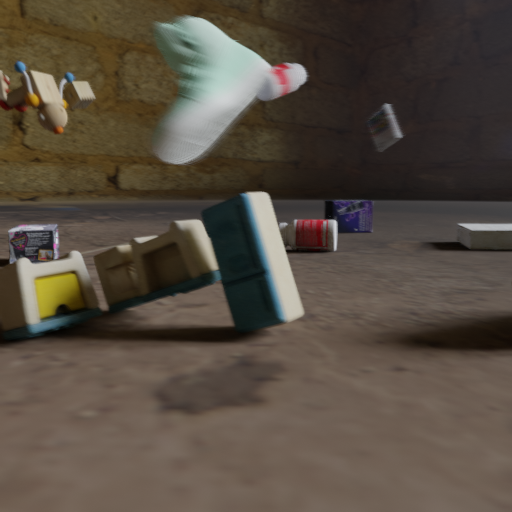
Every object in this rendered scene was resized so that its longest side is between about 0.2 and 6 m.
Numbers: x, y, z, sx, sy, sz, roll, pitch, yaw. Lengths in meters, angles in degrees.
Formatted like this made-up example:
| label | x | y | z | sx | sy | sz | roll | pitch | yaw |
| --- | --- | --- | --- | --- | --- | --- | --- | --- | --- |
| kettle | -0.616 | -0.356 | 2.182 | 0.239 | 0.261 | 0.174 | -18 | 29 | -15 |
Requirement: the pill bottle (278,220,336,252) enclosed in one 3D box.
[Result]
| label | x | y | z | sx | sy | sz | roll | pitch | yaw |
| --- | --- | --- | --- | --- | --- | --- | --- | --- | --- |
| pill bottle | 0.994 | -0.392 | 10.796 | 1.083 | 0.608 | 0.608 | 1 | 7 | 10 |

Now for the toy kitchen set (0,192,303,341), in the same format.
| label | x | y | z | sx | sy | sz | roll | pitch | yaw |
| --- | --- | --- | --- | --- | --- | --- | --- | --- | --- |
| toy kitchen set | -0.893 | 0.319 | 4.668 | 1.914 | 1.128 | 1.533 | -19 | -4 | 32 |

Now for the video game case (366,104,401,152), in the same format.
| label | x | y | z | sx | sy | sz | roll | pitch | yaw |
| --- | --- | --- | --- | --- | --- | --- | --- | --- | --- |
| video game case | 2.922 | -2.921 | 12.865 | 0.103 | 0.819 | 0.898 | -18 | -4 | -20 |

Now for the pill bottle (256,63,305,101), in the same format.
| label | x | y | z | sx | sy | sz | roll | pitch | yaw |
| --- | --- | --- | --- | --- | --- | --- | --- | --- | --- |
| pill bottle | 0.577 | -4.249 | 13.579 | 1.259 | 0.707 | 0.707 | -31 | 25 | -35 |

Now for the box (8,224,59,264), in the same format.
| label | x | y | z | sx | sy | sz | roll | pitch | yaw |
| --- | --- | --- | --- | --- | --- | --- | --- | --- | --- |
| box | -3.631 | -0.190 | 9.181 | 0.697 | 0.605 | 1.055 | -2 | 7 | -15 |

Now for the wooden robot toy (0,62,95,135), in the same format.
| label | x | y | z | sx | sy | sz | roll | pitch | yaw |
| --- | --- | --- | --- | --- | --- | --- | --- | --- | --- |
| wooden robot toy | -3.485 | -2.411 | 9.263 | 0.977 | 1.006 | 2.217 | -27 | -1 | 21 |

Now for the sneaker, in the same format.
| label | x | y | z | sx | sy | sz | roll | pitch | yaw |
| --- | --- | --- | --- | --- | --- | --- | --- | --- | --- |
| sneaker | -0.997 | -2.289 | 7.526 | 1.491 | 0.930 | 2.528 | 37 | 49 | -2 |

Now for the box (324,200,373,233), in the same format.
| label | x | y | z | sx | sy | sz | roll | pitch | yaw |
| --- | --- | --- | --- | --- | --- | --- | --- | --- | --- |
| box | 2.485 | -1.068 | 15.155 | 1.195 | 0.884 | 0.624 | -3 | 8 | -13 |

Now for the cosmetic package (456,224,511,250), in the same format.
| label | x | y | z | sx | sy | sz | roll | pitch | yaw |
| --- | --- | --- | --- | --- | --- | --- | --- | --- | --- |
| cosmetic package | 4.965 | -0.412 | 11.646 | 1.277 | 0.438 | 1.694 | 3 | 8 | 11 |
